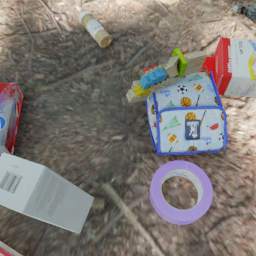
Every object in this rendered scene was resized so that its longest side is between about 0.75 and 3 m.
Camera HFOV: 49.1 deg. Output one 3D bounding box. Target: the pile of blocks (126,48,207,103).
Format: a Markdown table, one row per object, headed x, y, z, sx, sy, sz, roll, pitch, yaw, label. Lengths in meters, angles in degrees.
| x | y | z | sx | sy | sz | roll | pitch | yaw | label |
| --- | --- | --- | --- | --- | --- | --- | --- | --- | --- |
| 0.832 | -1.461 | 7.023 | 2.183 | 0.896 | 0.678 | -28 | 64 | 7 | pile of blocks |

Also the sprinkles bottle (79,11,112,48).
| x | y | z | sx | sy | sz | roll | pitch | yaw | label |
| --- | --- | --- | --- | --- | --- | --- | --- | --- | --- |
| -1.159 | -3.472 | 9.814 | 0.517 | 0.517 | 1.514 | -29 | 65 | -16 | sprinkles bottle |

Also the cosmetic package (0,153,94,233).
| x | y | z | sx | sy | sz | roll | pitch | yaw | label |
| --- | --- | --- | --- | --- | --- | --- | --- | --- | --- |
| -1.472 | 1.207 | 4.926 | 0.978 | 1.817 | 0.771 | 12 | 68 | 24 | cosmetic package |

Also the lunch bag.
| x | y | z | sx | sy | sz | roll | pitch | yaw | label |
| --- | --- | --- | --- | --- | --- | --- | --- | --- | --- |
| 1.518 | -0.361 | 7.568 | 1.894 | 1.379 | 2.228 | -3 | 63 | -4 | lunch bag |

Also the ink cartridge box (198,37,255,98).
| x | y | z | sx | sy | sz | roll | pitch | yaw | label |
| --- | --- | --- | --- | --- | --- | --- | --- | --- | --- |
| 3.593 | -1.858 | 8.661 | 2.753 | 0.926 | 1.599 | 6 | 60 | 4 | ink cartridge box |

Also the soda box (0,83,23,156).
| x | y | z | sx | sy | sz | roll | pitch | yaw | label |
| --- | --- | --- | --- | --- | --- | --- | --- | --- | --- |
| -3.545 | -0.260 | 7.911 | 0.742 | 0.672 | 2.120 | -1 | 60 | -2 | soda box |

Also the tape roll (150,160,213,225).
| x | y | z | sx | sy | sz | roll | pitch | yaw | label |
| --- | --- | --- | --- | --- | --- | --- | --- | --- | --- |
| 1.302 | 1.591 | 6.979 | 1.504 | 0.493 | 1.504 | 0 | 61 | -1 | tape roll |

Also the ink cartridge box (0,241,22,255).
| x | y | z | sx | sy | sz | roll | pitch | yaw | label |
| --- | --- | --- | --- | --- | --- | --- | --- | --- | --- |
| -3.622 | 3.421 | 5.584 | 1.910 | 1.108 | 2.647 | 25 | 64 | 13 | ink cartridge box |

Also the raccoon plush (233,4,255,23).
| x | y | z | sx | sy | sz | roll | pitch | yaw | label |
| --- | --- | --- | --- | --- | --- | --- | --- | --- | --- |
| 4.640 | -4.397 | 10.073 | 1.454 | 0.974 | 0.703 | 11 | 61 | 6 | raccoon plush |
